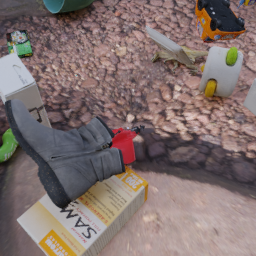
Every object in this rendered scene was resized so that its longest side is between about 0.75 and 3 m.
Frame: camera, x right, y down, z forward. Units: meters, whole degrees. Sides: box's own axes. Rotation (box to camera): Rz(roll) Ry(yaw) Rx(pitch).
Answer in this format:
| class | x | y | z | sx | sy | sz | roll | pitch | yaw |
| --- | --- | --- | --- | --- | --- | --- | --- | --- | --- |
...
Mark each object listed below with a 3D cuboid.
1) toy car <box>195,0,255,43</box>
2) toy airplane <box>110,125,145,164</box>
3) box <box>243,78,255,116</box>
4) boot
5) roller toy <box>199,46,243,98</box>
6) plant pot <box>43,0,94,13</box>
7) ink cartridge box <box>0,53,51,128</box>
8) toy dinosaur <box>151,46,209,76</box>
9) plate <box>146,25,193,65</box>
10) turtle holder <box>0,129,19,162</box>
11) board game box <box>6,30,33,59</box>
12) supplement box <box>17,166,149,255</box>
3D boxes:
| class | x | y | z | sx | sy | sz | roll | pitch | yaw |
| --- | --- | --- | --- | --- | --- | --- | --- | --- | --- |
| toy car | 2.888 | -2.891 | 7.350 | 2.898 | 0.964 | 1.422 | -25 | 66 | -26 |
| toy airplane | -0.665 | 0.556 | 8.580 | 2.670 | 0.491 | 2.670 | -26 | 22 | 11 |
| box | 5.905 | -1.217 | 9.973 | 2.776 | 1.353 | 1.726 | -23 | 55 | -17 |
| boot | -1.470 | 0.220 | 6.703 | 1.940 | 1.028 | 2.947 | -32 | 82 | -11 |
| roller toy | 3.368 | -2.070 | 10.435 | 1.323 | 1.893 | 1.727 | 15 | 15 | 12 |
| plant pot | -2.814 | -7.212 | 13.962 | 2.205 | 2.748 | 2.748 | -18 | 52 | -36 |
| ink cartridge box | -3.472 | -0.909 | 9.074 | 0.994 | 2.385 | 1.732 | -29 | 57 | -21 |
| toy dinosaur | 2.486 | -2.982 | 11.703 | 2.958 | 0.861 | 1.496 | -3 | 51 | -2 |
| plate | 1.212 | -2.374 | 8.299 | 1.377 | 1.374 | 0.223 | 41 | 101 | 26 |
| turtle holder | -4.818 | 0.225 | 8.407 | 2.653 | 2.015 | 1.884 | -7 | 51 | 1 |
| board game box | -4.972 | -3.819 | 12.767 | 0.994 | 0.223 | 1.898 | -14 | 53 | -14 |
| supplement box | -1.077 | 2.146 | 7.487 | 1.864 | 1.087 | 2.957 | 34 | 60 | 25 |
